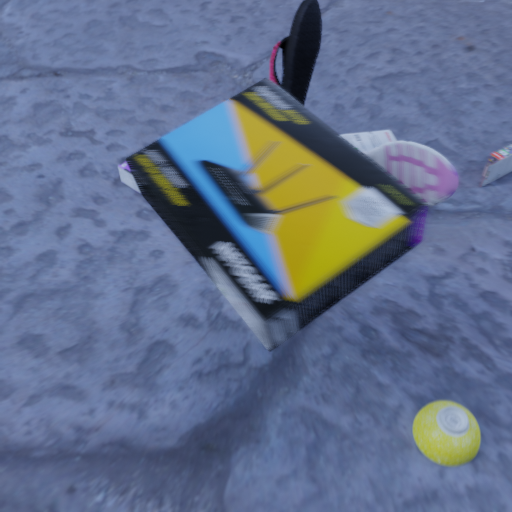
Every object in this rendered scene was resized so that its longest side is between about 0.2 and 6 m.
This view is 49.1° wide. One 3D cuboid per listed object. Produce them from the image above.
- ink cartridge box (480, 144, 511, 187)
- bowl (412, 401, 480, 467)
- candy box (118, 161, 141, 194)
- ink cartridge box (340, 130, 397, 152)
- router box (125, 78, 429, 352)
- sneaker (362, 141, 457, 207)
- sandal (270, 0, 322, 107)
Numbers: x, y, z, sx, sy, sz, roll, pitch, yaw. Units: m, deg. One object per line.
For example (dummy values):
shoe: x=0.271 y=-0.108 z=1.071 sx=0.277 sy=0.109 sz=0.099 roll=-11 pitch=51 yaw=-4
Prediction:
ink cartridge box: x=5.446 y=-2.056 z=12.679 sx=1.148 sy=0.625 sz=0.289 roll=-25 pitch=52 yaw=-22
bowl: x=2.901 y=2.563 z=8.384 sx=1.004 sy=0.540 sz=1.004 roll=0 pitch=47 yaw=0
candy box: x=-2.214 y=-1.949 z=12.671 sx=1.141 sy=0.487 sz=1.360 roll=31 pitch=54 yaw=26
ink cartridge box: x=2.634 y=-2.432 z=13.096 sx=1.265 sy=0.532 sz=0.923 roll=-7 pitch=47 yaw=-6
router box: x=0.138 y=-0.686 z=6.762 sx=2.260 sy=0.774 sz=3.030 roll=-34 pitch=57 yaw=-14
sneaker: x=1.722 y=-1.024 z=7.337 sx=0.893 sy=0.812 sz=2.020 roll=2 pitch=5 yaw=-45
sandal: x=0.578 y=-3.418 z=10.831 sx=0.677 sy=3.003 sz=1.128 roll=23 pitch=23 yaw=26
